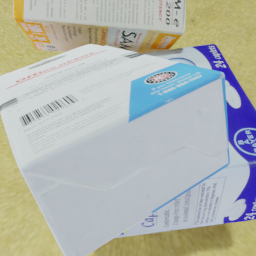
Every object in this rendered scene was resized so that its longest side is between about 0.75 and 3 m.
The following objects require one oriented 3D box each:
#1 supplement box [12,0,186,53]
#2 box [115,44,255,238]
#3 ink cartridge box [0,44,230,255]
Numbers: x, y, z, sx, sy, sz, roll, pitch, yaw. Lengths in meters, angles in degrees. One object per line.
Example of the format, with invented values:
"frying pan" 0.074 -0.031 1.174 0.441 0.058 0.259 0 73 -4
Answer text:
"supplement box" -0.486 -2.029 5.181 2.714 1.710 0.998 2 89 -6
"box" 0.368 0.114 4.628 2.933 1.539 2.697 -8 46 0
"ink cartridge box" -0.448 -0.159 2.926 1.490 0.871 2.569 -26 30 -18
